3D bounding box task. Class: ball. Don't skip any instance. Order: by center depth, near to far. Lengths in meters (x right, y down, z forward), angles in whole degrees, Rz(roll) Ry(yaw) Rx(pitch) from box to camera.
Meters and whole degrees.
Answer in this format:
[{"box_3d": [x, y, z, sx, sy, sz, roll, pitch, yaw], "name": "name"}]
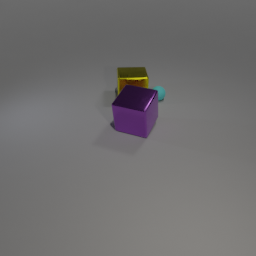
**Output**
[{"box_3d": [1.464, -1.679, 13.563, 0.700, 0.700, 0.700, 0, 33, 0], "name": "ball"}]

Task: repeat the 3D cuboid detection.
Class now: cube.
[{"box_3d": [0.325, -0.688, 11.157, 1.400, 1.400, 1.400, 14, 47, 20], "name": "cube"}, {"box_3d": [0.196, -2.012, 13.413, 1.400, 1.400, 1.400, -2, 33, -3], "name": "cube"}]
